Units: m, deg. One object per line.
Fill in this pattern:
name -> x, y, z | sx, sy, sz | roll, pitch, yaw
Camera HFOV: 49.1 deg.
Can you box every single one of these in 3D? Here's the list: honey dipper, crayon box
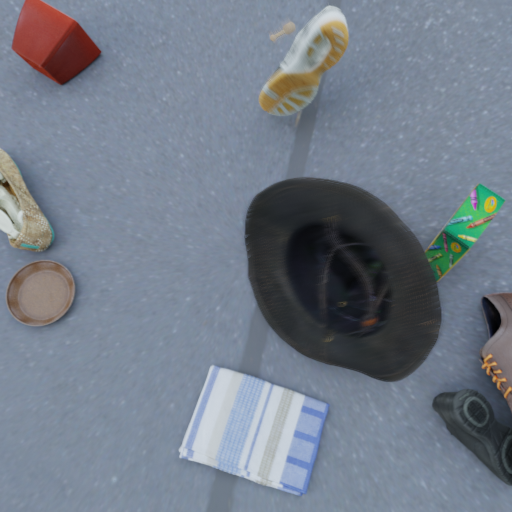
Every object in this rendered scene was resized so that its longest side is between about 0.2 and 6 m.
honey dipper -> 0.486, -4.163, 10.458 | 0.184, 0.184, 0.969 | 26, 41, 9
crayon box -> 3.890, -0.388, 10.859 | 0.597, 2.050, 1.218 | 37, 75, 13

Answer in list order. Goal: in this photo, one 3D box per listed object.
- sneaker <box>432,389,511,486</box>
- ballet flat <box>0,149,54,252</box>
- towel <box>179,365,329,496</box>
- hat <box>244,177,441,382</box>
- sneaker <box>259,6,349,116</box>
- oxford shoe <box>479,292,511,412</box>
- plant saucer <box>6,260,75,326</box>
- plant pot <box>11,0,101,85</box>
sneaker -> 4.117, 3.270, 10.255 | 0.845, 1.010, 2.226 | -41, 97, -23
ballet flat -> -5.262, -1.262, 11.668 | 2.836, 0.926, 1.000 | 49, 116, 16
towel -> -0.024, 3.254, 10.530 | 2.469, 0.294, 1.813 | 17, 69, 4
hat -> 1.692, 0.168, 10.030 | 4.087, 4.087, 1.649 | 46, 50, 14
sneaker -> 1.017, -3.981, 11.610 | 0.966, 2.553, 1.119 | 28, 46, -24
oxford shoe -> 4.709, 2.253, 10.142 | 1.337, 1.308, 3.668 | 9, 49, 7
plant saucer -> -4.359, 0.773, 11.415 | 1.386, 0.254, 1.386 | 0, 71, 0
plant pot -> -4.696, -4.824, 12.868 | 1.418, 1.419, 1.251 | 33, 88, 11
